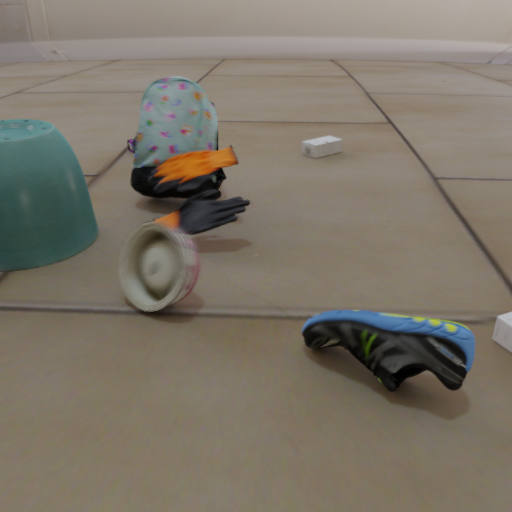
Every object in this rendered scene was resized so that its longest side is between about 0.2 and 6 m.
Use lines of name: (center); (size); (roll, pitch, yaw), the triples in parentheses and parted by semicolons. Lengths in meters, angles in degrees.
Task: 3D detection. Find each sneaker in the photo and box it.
sneaker: (1.516, 1.182, 7.018); (2.305, 0.955, 0.817); (4, -5, 39)

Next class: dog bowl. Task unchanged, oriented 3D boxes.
dog bowl: (-1.465, 0.163, 8.632); (1.370, 1.370, 0.505); (19, 8, 32)

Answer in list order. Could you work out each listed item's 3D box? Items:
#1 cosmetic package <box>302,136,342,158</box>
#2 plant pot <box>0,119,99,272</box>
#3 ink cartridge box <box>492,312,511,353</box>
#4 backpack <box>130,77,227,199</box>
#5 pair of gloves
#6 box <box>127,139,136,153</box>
cosmetic package: (1.901, -3.138, 16.094); (1.116, 0.413, 0.567); (-22, 34, -34)
plant pot: (-4.477, -1.302, 10.480); (2.734, 2.194, 2.734); (1, 27, 0)
ink cartridge box: (3.863, 1.146, 7.581); (0.722, 0.417, 0.996); (-11, 29, -21)
backpack: (-1.708, -2.609, 12.449); (2.121, 2.541, 1.609); (5, -8, 7)
pair of gloves: (-1.159, -1.276, 10.850); (1.873, 0.260, 2.102); (-15, 54, 1)
box: (-2.487, -3.080, 16.015); (1.529, 0.386, 2.138); (-21, 32, -35)
